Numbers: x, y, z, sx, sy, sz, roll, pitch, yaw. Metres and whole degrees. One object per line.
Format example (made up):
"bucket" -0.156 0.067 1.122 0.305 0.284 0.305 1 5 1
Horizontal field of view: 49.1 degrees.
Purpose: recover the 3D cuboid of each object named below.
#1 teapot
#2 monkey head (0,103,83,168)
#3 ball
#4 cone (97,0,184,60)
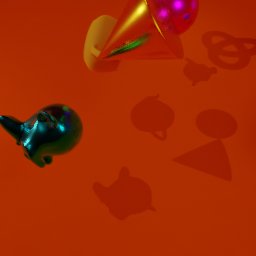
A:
"teapot" -0.372 -1.757 6.040 0.945 1.201 1.931 16 28 0
"monkey head" -1.354 -0.034 4.528 1.219 1.695 1.021 41 91 0
"ball" 0.751 -2.149 5.009 1.010 1.010 1.010 0 54 0
"cone" 0.009 -1.322 4.235 1.231 1.227 1.227 -24 49 26
